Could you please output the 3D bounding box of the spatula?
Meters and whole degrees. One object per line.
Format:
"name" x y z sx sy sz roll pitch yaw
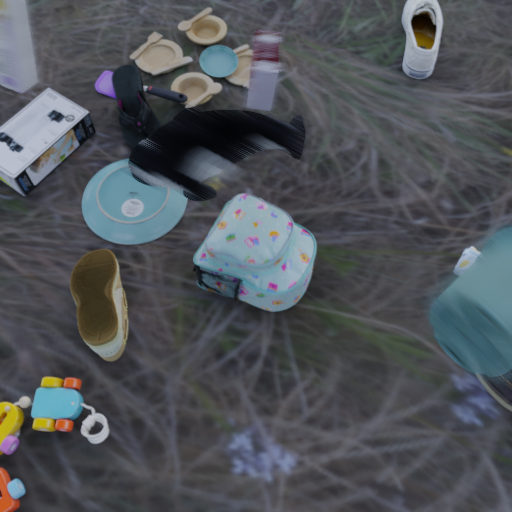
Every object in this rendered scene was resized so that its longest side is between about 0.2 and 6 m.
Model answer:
"spatula" -2.682 -3.879 13.126 2.454 0.252 0.694 16 63 21

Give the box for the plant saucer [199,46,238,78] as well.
"plant saucer" -0.899 -4.649 13.513 0.929 0.167 0.929 1 70 -4

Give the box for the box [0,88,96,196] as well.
"box" -4.801 -2.515 12.243 1.306 0.673 2.240 31 65 16

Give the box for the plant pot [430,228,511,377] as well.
"plant pot" 3.545 0.718 8.028 1.729 1.765 1.765 -29 64 -29

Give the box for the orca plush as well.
"orca plush" -0.761 -1.641 8.505 2.914 1.036 1.533 6 87 18

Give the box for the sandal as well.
"sandal" -2.799 -3.345 12.603 0.891 0.567 2.371 -24 73 4

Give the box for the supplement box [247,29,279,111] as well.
"supplement box" 0.125 -3.283 9.846 0.434 0.776 1.425 8 46 -5

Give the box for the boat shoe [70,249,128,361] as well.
"boat shoe" -2.852 0.876 10.288 0.922 0.827 2.491 -13 42 -4

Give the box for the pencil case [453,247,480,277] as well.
"pencil case" 4.522 0.456 10.614 1.508 0.684 0.627 36 76 19

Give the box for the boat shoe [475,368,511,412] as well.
"boat shoe" 5.026 2.310 9.295 1.225 1.206 3.289 -39 68 -19

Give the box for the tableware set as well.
"tableware set" -1.338 -4.793 13.669 2.623 0.364 3.140 -37 68 -18

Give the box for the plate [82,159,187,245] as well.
"plate" -2.570 -1.256 11.783 2.234 0.285 2.234 0 61 -1

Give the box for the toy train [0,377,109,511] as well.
"toy train" -3.649 3.137 9.198 2.441 0.679 1.833 -34 68 -14

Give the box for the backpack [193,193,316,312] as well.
"backpack" 0.077 -0.027 10.402 2.078 1.593 1.827 26 59 7

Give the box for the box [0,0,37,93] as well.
"box" -4.319 -4.104 9.735 0.497 2.568 0.532 23 50 8

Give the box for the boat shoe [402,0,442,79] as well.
"boat shoe" 4.133 -5.729 13.815 1.014 0.998 2.859 11 62 6
